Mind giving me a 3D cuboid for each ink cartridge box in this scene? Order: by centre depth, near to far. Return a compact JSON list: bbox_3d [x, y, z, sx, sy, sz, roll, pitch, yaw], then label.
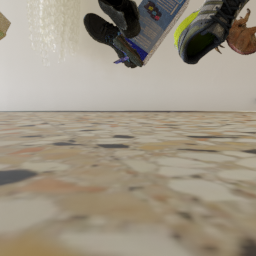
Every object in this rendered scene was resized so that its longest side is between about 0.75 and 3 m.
[{"bbox_3d":[0.612,-2.902,8.313,1.049,2.748,1.875,35,13,0],"label":"ink cartridge box"}]

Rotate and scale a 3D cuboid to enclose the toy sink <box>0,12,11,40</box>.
[{"bbox_3d":[-3.873,-2.790,7.980,0.696,0.598,1.068,-27,40,18],"label":"toy sink"}]

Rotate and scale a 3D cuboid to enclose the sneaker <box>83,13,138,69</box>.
[{"bbox_3d":[-0.449,-3.578,10.742,2.781,1.018,1.139,38,-30,-6],"label":"sneaker"}]

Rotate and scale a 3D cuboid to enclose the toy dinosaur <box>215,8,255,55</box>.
[{"bbox_3d":[3.657,-2.992,9.392,2.403,1.629,1.032,51,12,31],"label":"toy dinosaur"}]

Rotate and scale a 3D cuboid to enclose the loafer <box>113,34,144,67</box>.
[{"bbox_3d":[0.075,-1.928,6.929,0.965,0.303,0.347,42,-9,-8],"label":"loafer"}]

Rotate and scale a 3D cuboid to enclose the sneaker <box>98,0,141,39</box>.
[{"bbox_3d":[-0.307,-3.117,6.899,0.719,2.395,1.249,-33,-30,5],"label":"sneaker"}]

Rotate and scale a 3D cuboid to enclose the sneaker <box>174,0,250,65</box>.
[{"bbox_3d":[1.653,-1.995,4.890,0.840,0.920,2.273,21,-46,-17],"label":"sneaker"}]
